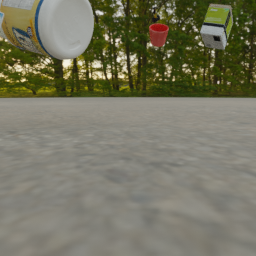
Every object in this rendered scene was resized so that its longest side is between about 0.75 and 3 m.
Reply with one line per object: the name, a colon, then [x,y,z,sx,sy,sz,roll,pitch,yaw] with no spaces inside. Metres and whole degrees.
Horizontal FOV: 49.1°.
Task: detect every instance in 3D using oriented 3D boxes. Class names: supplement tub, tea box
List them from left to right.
supplement tub: [-2.680,-3.325,8.634,2.779,2.010,2.010,21,17,29]
tea box: [2.812,-3.167,8.804,0.668,0.984,1.000,19,-3,26]

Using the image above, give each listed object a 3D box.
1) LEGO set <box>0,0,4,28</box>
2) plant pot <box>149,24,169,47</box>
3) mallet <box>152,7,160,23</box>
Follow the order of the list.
LEGO set: [-2.944,-2.807,5.547,1.161,1.555,0.382,19,12,-25]
plant pot: [1.204,-3.665,11.139,0.772,0.683,0.772,1,43,-1]
mallet: [1.022,-4.449,11.016,0.339,0.212,1.030,-30,-8,14]
